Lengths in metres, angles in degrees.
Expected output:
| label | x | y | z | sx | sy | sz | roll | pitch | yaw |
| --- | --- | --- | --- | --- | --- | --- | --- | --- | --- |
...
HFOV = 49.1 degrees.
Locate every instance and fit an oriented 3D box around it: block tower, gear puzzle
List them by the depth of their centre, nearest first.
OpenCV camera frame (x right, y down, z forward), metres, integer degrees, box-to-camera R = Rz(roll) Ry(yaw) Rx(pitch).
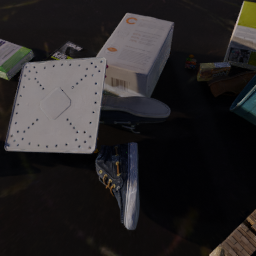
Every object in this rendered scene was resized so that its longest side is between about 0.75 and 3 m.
| label | x | y | z | sx | sy | sz | roll | pitch | yaw |
| --- | --- | --- | --- | --- | --- | --- | --- | --- | --- |
| block tower | 2.960 | 2.518 | 6.714 | 2.180 | 0.589 | 0.630 | -32 | 58 | -21 |
| gear puzzle | 2.455 | -2.597 | 10.842 | 0.419 | 0.106 | 0.808 | 12 | 54 | 9 |

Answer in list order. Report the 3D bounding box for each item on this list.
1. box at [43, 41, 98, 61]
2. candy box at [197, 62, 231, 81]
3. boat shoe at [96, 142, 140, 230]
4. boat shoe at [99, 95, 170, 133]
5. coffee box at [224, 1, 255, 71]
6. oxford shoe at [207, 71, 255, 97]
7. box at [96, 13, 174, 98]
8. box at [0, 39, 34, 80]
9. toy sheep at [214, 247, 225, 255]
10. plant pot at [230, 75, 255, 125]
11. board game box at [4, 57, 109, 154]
| label | x | y | z | sx | sy | sz | roll | pitch | yaw |
| --- | --- | --- | --- | --- | --- | --- | --- | --- | --- |
| box | -2.029 | -2.195 | 10.303 | 2.083 | 0.495 | 2.012 | 28 | 61 | 19 |
| candy box | 3.076 | -2.026 | 10.095 | 1.067 | 0.616 | 0.295 | -4 | 53 | -3 |
| boat shoe | -0.286 | 1.471 | 7.401 | 1.125 | 0.876 | 2.477 | -3 | 47 | 5 |
| boat shoe | -0.063 | -0.424 | 8.702 | 2.687 | 0.831 | 1.006 | 3 | 36 | 2 |
| coffee box | 4.790 | -3.382 | 10.414 | 1.736 | 1.717 | 1.733 | 18 | 55 | 13 |
| oxford shoe | 3.818 | -1.509 | 9.796 | 2.068 | 0.737 | 0.737 | -14 | 81 | -8 |
| box | 0.280 | -2.501 | 9.915 | 1.863 | 1.460 | 2.996 | 17 | 56 | 13 |
| box | -4.946 | -2.735 | 10.792 | 2.105 | 0.382 | 1.519 | 21 | 56 | 17 |
| toy sheep | 2.200 | 3.496 | 5.304 | 2.693 | 1.857 | 1.857 | 12 | 53 | 27 |
| plant pot | 4.577 | -0.776 | 8.389 | 2.019 | 2.149 | 2.149 | 38 | 61 | 7 |
| board game box | -2.065 | -0.658 | 8.267 | 2.872 | 0.372 | 2.873 | 0 | 72 | 18 |
